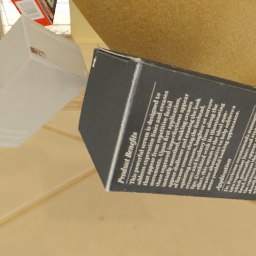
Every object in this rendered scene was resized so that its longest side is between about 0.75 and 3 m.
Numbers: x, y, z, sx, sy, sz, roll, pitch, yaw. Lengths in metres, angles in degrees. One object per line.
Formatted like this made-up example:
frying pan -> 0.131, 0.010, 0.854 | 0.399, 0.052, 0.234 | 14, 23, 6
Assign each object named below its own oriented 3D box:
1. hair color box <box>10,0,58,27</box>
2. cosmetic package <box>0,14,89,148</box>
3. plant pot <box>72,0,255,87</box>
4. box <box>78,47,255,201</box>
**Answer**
hair color box -> -2.416, -3.951, 7.473 | 0.726, 1.204, 2.372 | -7, 62, 10
cosmetic package -> -1.237, -0.418, 3.190 | 0.808, 1.514, 0.683 | 18, 41, -53
plant pot -> 0.601, -1.732, 3.807 | 2.628, 2.628, 2.820 | 21, 3, 42
box -> 0.470, -0.060, 2.282 | 1.505, 0.806, 1.117 | 9, 16, -21
